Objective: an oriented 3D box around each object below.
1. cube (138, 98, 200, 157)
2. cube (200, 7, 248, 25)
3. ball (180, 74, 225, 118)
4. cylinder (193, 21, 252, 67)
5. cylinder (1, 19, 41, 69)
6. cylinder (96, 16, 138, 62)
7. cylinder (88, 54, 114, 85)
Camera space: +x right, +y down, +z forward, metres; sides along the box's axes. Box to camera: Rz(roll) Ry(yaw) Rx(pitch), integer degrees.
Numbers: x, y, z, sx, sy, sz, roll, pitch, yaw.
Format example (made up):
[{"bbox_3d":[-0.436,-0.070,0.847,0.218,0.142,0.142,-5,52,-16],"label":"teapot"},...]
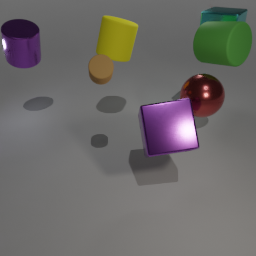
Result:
[{"bbox_3d":[1.105,0.052,8.095,1.400,1.400,1.400,-9,-7,-1],"label":"cube"},{"bbox_3d":[3.749,-3.952,11.157,1.400,1.400,1.400,18,36,29],"label":"cube"},{"bbox_3d":[2.374,-1.036,8.991,1.400,1.400,1.400,0,31,0],"label":"ball"},{"bbox_3d":[3.185,-2.859,9.478,1.400,1.400,1.400,-22,29,-32],"label":"cylinder"},{"bbox_3d":[-4.223,-3.353,11.179,1.400,1.400,1.400,7,50,-8],"label":"cylinder"},{"bbox_3d":[-0.442,-3.467,10.884,1.400,1.400,1.400,12,26,-6],"label":"cylinder"},{"bbox_3d":[-0.777,-1.663,8.031,0.700,0.700,0.700,-4,-4,-7],"label":"cylinder"}]
